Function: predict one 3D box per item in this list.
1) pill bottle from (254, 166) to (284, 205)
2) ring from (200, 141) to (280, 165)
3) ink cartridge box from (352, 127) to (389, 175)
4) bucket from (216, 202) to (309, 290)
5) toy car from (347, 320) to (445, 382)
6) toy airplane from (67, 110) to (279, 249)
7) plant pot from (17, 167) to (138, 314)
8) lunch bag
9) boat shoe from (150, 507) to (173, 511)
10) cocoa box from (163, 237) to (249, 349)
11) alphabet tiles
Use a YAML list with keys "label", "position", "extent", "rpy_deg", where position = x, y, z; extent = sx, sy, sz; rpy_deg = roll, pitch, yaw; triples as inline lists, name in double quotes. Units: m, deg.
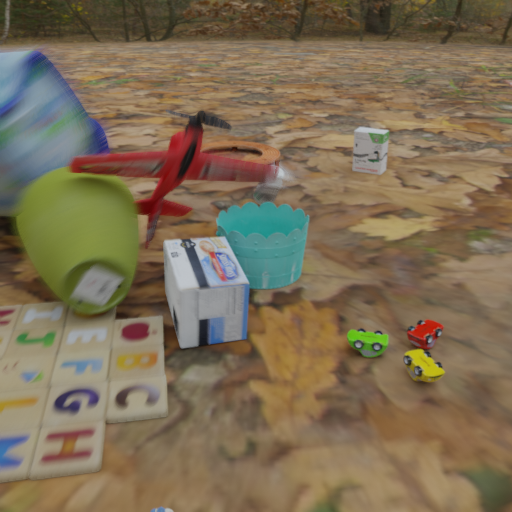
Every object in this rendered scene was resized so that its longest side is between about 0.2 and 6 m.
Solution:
- label: "pill bottle"
  position: [0.231, -1.249, 9.990]
  extent: [0.391, 0.692, 0.391]
  rpy_deg: [11, 48, -13]
- label: "ring"
  position: [-0.591, -2.314, 13.097]
  extent: [2.315, 0.222, 2.315]
  rpy_deg: [0, 25, 0]
- label: "ink cartridge box"
  position: [2.482, -2.275, 12.186]
  extent: [0.675, 0.924, 0.390]
  rpy_deg: [13, 31, 28]
- label: "bucket"
  position: [0.086, -0.159, 7.807]
  extent: [1.307, 0.850, 1.307]
  rpy_deg: [1, 25, 0]
- label: "toy car"
  position: [1.498, 1.001, 6.076]
  extent: [1.025, 0.243, 1.089]
  rpy_deg: [6, 25, 14]
- label: "toy airplane"
  position: [-1.163, -1.021, 7.705]
  extent: [2.850, 2.850, 0.524]
  rpy_deg: [-8, 63, -16]
- label: "plant pot"
  position: [-2.090, -0.087, 6.940]
  extent: [1.551, 1.551, 1.658]
  rpy_deg: [-10, 35, -20]
- label: "lunch bag"
  position: [-3.746, -1.499, 8.461]
  extent: [2.573, 3.026, 1.928]
  rpy_deg: [7, 62, 19]
- label: "boat shoe"
  position: [-0.951, 2.297, 2.530]
  extent: [0.952, 0.950, 2.629]
  rpy_deg: [0, 25, 5]
- label: "cocoa box"
  position: [-0.612, 0.390, 6.624]
  extent: [0.790, 0.803, 1.205]
  rpy_deg: [-5, 30, -15]
- label: "alphabet tiles"
  position: [-2.651, 1.234, 5.725]
  extent: [3.420, 0.108, 2.846]
  rpy_deg: [-4, 25, -9]
